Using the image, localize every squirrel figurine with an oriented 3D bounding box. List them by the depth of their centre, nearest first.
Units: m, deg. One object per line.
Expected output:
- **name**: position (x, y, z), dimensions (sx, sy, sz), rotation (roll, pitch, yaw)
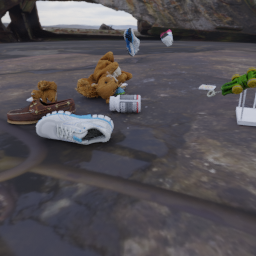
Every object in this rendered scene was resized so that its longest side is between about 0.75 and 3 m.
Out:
- **squirrel figurine**: position (-4.353, -1.879, 14.505), dimensions (1.257, 1.347, 0.953), rotation (7, 27, -7)
- **squirrel figurine**: position (-1.401, -2.387, 15.473), dimensions (2.860, 2.024, 2.669), rotation (-23, 35, 23)

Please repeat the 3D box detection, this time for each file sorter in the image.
- **file sorter**: position (6.365, -1.132, 12.143), dimensions (2.866, 1.784, 1.989), rotation (7, 24, 16)

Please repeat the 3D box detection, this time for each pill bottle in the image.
- **pill bottle**: position (-0.124, -1.171, 13.452), dimensions (1.444, 0.837, 0.837), rotation (1, 22, 3)

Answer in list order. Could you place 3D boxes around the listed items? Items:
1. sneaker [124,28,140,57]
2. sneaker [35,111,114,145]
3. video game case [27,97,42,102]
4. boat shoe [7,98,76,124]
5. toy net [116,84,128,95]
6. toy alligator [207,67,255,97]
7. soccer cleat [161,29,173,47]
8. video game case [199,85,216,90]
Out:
- **sneaker**: position (0.190, -3.236, 10.334), dimensions (0.507, 1.171, 0.439), rotation (-39, 61, -17)
- **sneaker**: position (-1.969, 0.088, 10.221), dimensions (2.882, 1.080, 1.249), rotation (-1, 28, -3)
- **video game case**: position (-5.013, -1.600, 15.460), dimensions (0.844, 0.097, 0.768), rotation (5, 23, 12)
- **boat shoe**: position (-3.803, -0.807, 12.336), dimensions (2.973, 1.045, 1.046), rotation (-5, 26, -9)
- **toy net**: position (-0.545, -2.359, 17.055), dimensions (0.947, 0.349, 1.805), rotation (-7, 18, 16)
- **toy alligator**: position (3.338, -1.290, 8.601), dimensions (1.850, 0.445, 0.613), rotation (-23, 41, 41)
- **soccer cleat**: position (1.685, -3.825, 12.006), dimensions (0.468, 0.578, 1.340), rotation (-24, 22, 23)
- **video game case**: position (5.033, -2.564, 17.776), dimensions (0.876, 0.110, 0.962), rotation (11, 25, 25)
